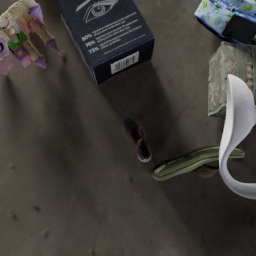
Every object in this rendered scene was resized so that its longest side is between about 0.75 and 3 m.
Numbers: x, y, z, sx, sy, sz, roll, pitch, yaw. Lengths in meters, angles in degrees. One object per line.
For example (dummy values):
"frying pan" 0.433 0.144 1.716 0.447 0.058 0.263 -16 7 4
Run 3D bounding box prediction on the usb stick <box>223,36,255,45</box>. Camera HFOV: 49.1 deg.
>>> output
"usb stick" 4.086 -2.992 9.444 1.731 0.282 0.480 -3 70 0

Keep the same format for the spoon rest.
"spoon rest" 2.012 0.206 5.241 0.730 1.196 2.407 -9 105 17

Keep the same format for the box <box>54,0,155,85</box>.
"box" -0.770 -3.202 8.866 2.126 1.499 2.873 -26 79 -5

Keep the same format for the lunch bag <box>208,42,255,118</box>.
"lunch bag" 3.843 -1.303 8.503 2.518 1.480 2.065 5 78 -4

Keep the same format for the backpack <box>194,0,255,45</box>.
"backpack" 3.167 -3.574 8.757 1.666 1.338 1.821 -4 43 -40

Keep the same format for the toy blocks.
"toy blocks" -3.221 -2.490 8.548 2.207 2.362 1.988 -48 124 -17

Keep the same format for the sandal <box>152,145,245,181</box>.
"sandal" 2.068 1.125 8.297 2.719 1.080 0.776 -18 97 2

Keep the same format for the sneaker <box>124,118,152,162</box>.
"sneaker" 0.331 0.289 8.450 0.560 0.855 1.481 -27 79 -6
